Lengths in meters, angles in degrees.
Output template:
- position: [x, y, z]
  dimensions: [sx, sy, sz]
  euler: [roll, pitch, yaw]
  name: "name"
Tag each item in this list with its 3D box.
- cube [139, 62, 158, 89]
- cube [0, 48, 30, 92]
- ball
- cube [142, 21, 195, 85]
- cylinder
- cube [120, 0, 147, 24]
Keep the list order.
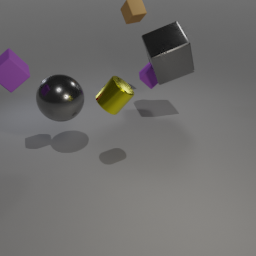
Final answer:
- position: [0.951, -2.205, 11.698]
  dimensions: [0.700, 0.700, 0.700]
  euler: [37, 26, -24]
  name: "cube"
- position: [-3.103, -1.516, 7.368]
  dimensions: [0.700, 0.700, 0.700]
  euler: [-38, 41, 7]
  name: "cube"
- position: [-2.003, -0.887, 8.335]
  dimensions: [1.400, 1.400, 1.400]
  euler: [0, 29, 0]
  name: "ball"
- position: [1.467, -2.714, 10.234]
  dimensions: [1.400, 1.400, 1.400]
  euler: [-20, 52, 7]
  name: "cube"
- position: [-0.321, -0.804, 6.907]
  dimensions: [0.700, 0.700, 0.700]
  euler: [36, 23, -18]
  name: "cylinder"
- position: [0.224, -4.768, 11.422]
  dimensions: [0.700, 0.700, 0.700]
  euler: [-21, -2, -25]
  name: "cube"
